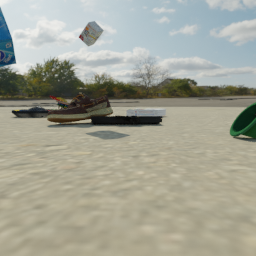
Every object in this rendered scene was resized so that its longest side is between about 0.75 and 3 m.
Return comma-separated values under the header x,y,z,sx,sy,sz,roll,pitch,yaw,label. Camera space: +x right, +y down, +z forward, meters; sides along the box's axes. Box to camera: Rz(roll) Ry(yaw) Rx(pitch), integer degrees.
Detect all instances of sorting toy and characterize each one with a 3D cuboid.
x,y,z,sx,sy,sz,roll,pitch,yaw,label
-3.457,-1.136,16.355,1.306,0.458,2.710,16,-10,27,sorting toy

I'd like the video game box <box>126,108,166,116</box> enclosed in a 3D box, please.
x,y,z,sx,sy,sz,roll,pitch,yaw,label
1.058,-0.880,15.830,1.781,0.458,1.955,5,6,21,video game box

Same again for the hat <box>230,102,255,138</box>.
x,y,z,sx,sy,sz,roll,pitch,yaw,label
3.076,0.106,6.230,1.095,1.031,1.244,38,0,-3,hat

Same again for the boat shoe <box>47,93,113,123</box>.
x,y,z,sx,sy,sz,roll,pitch,yaw,label
-1.804,-0.819,10.673,2.870,1.033,1.035,-11,0,-42,boat shoe

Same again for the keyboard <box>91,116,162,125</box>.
x,y,z,sx,sy,sz,roll,pitch,yaw,label
-0.057,-0.272,10.153,2.526,0.324,1.517,-1,-1,-5,keyboard

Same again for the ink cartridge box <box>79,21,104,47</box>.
x,y,z,sx,sy,sz,roll,pitch,yaw,label
-1.651,-4.251,12.611,0.881,0.640,0.637,-45,3,32,ink cartridge box

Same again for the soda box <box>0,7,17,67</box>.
x,y,z,sx,sy,sz,roll,pitch,yaw,label
-4.019,-3.119,7.749,0.961,2.996,1.016,-18,-22,-23,soda box

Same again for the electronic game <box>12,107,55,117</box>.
x,y,z,sx,sy,sz,roll,pitch,yaw,label
-5.090,-0.923,15.707,2.664,0.554,2.664,0,5,0,electronic game
